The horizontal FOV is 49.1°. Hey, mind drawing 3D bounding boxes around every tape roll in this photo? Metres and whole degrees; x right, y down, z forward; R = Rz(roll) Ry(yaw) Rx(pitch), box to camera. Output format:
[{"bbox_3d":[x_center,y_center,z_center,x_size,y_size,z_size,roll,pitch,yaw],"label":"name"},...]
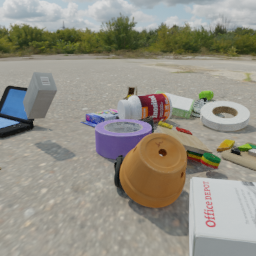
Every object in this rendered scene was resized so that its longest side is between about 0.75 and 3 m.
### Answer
[{"bbox_3d":[3.981,-0.527,11.588,1.960,0.358,1.960,-4,33,3],"label":"tape roll"},{"bbox_3d":[-0.146,0.320,9.057,1.822,0.774,1.822,-1,18,0],"label":"tape roll"}]

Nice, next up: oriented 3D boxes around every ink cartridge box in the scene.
[{"bbox_3d":[2.185,1.668,4.432,2.380,0.996,1.727,3,18,10],"label":"ink cartridge box"},{"bbox_3d":[-1.044,-0.459,12.208,1.811,0.380,1.080,-17,24,-39],"label":"ink cartridge box"},{"bbox_3d":[2.101,-1.150,13.307,1.938,0.465,1.410,15,32,15],"label":"ink cartridge box"}]

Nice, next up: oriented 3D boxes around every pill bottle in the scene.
[{"bbox_3d":[0.701,-0.814,11.907,2.131,1.204,1.204,-8,19,-21],"label":"pill bottle"}]

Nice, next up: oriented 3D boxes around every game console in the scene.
[{"bbox_3d":[-4.990,-0.766,11.302,2.533,1.474,2.227,11,21,32],"label":"game console"}]

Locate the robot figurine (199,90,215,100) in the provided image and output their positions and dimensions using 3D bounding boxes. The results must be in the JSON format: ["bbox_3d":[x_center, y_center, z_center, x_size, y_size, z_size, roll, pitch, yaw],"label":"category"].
[{"bbox_3d":[4.604,-1.912,16.411,0.947,0.548,0.830,-8,5,-21],"label":"robot figurine"}]

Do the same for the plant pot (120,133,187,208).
[{"bbox_3d":[0.620,0.812,6.037,1.489,1.042,1.489,6,51,-7],"label":"plant pot"}]

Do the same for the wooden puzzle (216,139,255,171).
[{"bbox_3d":[3.762,0.782,8.372,2.416,0.283,1.630,17,26,41],"label":"wooden puzzle"}]

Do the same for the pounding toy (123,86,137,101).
[{"bbox_3d":[0.405,-1.636,14.750,1.036,1.033,1.806,3,18,10],"label":"pounding toy"}]

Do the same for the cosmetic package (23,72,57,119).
[{"bbox_3d":[-2.997,-1.062,9.452,0.694,1.540,0.822,-5,59,-36],"label":"cosmetic package"}]

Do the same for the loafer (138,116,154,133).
[{"bbox_3d":[-0.103,-0.080,10.426,2.192,0.689,0.787,-4,18,-12],"label":"loafer"}]

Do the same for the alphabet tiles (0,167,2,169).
[{"bbox_3d":[-4.399,1.217,7.431,1.249,0.056,1.494,10,21,28],"label":"alphabet tiles"}]

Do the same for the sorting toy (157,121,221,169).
[{"bbox_3d":[1.581,0.489,8.498,1.382,0.485,2.867,15,15,-12],"label":"sorting toy"}]

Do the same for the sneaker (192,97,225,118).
[{"bbox_3d":[3.585,-0.876,12.546,0.602,0.918,1.596,-17,24,-42],"label":"sneaker"}]

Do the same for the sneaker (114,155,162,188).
[{"bbox_3d":[0.303,0.846,7.275,1.156,0.824,2.330,9,23,11],"label":"sneaker"}]
